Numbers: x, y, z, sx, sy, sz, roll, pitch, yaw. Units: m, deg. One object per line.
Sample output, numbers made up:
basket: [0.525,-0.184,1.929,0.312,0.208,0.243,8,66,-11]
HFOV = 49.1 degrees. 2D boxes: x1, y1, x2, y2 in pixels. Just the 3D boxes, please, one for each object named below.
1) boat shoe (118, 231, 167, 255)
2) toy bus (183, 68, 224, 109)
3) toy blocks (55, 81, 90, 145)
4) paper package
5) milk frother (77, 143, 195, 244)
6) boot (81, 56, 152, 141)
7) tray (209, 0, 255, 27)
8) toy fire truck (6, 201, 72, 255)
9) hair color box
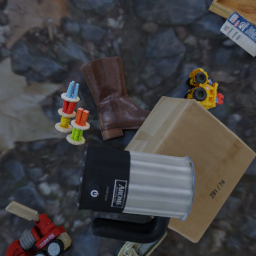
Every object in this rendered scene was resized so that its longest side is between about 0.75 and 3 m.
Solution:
boat shoe: [0.392,3.494,8.156,1.824,0.574,0.665,-38,86,-3]
toy bus: [2.369,-1.120,8.524,1.116,0.789,1.163,9,82,-12]
toy blocks: [-1.449,-0.437,7.660,1.195,0.520,1.433,38,121,36]
paper package: [1.379,1.054,7.460,2.803,1.521,2.940,37,84,-22]
milk frother: [0.052,1.100,6.171,2.113,2.246,2.027,8,123,-6]
boot: [0.017,-1.159,8.509,2.469,0.851,2.649,-15,81,-4]
tray: [4.124,-3.772,8.852,2.733,0.506,1.348,29,86,3]
toy fire truck: [-2.836,3.116,7.981,1.689,1.234,1.919,-38,75,-2]
hair color box: [3.608,-2.892,8.659,1.404,0.702,0.425,39,86,3]
